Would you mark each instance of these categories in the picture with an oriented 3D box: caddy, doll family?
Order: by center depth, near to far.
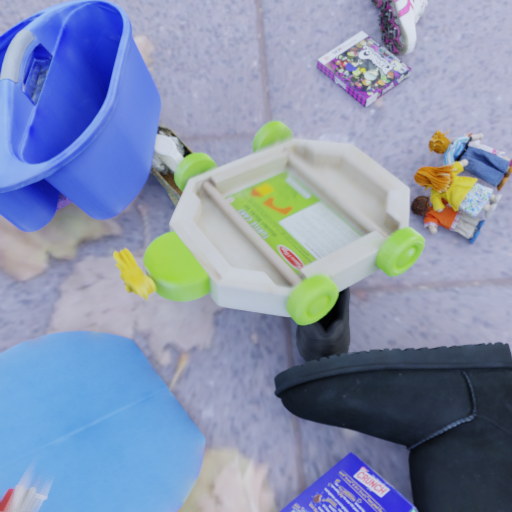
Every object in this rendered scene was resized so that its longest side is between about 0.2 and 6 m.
[{"bbox_3d":[-3.145,-2.320,8.639,2.844,2.112,4.023,-8,56,13],"label":"caddy"},{"bbox_3d":[3.394,-1.407,9.219,1.408,1.022,2.268,29,67,13],"label":"doll family"}]

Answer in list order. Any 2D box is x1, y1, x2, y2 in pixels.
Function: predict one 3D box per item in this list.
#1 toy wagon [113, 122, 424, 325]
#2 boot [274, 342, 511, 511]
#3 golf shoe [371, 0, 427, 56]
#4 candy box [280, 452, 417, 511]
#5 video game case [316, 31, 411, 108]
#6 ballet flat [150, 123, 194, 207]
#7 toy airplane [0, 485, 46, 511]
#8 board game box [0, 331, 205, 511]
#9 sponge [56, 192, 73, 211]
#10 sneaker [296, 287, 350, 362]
[{"bbox_3d":[0.077,-0.391,7.658,4.086,0.809,3.171,-26,51,-21],"label":"toy wagon"},{"bbox_3d":[2.103,2.679,7.098,3.521,1.303,2.885,-4,66,-4],"label":"boot"},{"bbox_3d":[2.937,-4.945,11.088,1.070,0.844,2.324,-3,64,-2],"label":"golf shoe"},{"bbox_3d":[1.046,3.311,6.759,1.508,0.581,1.275,-34,24,-15],"label":"candy box"},{"bbox_3d":[2.063,-3.606,10.756,1.232,0.243,1.360,-37,69,-17],"label":"video game case"},{"bbox_3d":[-1.106,-1.271,9.243,0.938,0.938,2.654,-39,70,-17],"label":"ballet flat"},{"bbox_3d":[-2.317,2.731,5.464,0.657,0.931,0.927,2,65,-27],"label":"toy airplane"},{"bbox_3d":[-2.267,2.404,7.388,2.527,0.623,3.199,-20,54,-39],"label":"board game box"},{"bbox_3d":[-3.253,-1.221,9.576,1.289,0.192,0.719,-29,64,-13],"label":"sponge"},{"bbox_3d":[1.012,0.210,8.310,1.017,1.215,2.677,-5,62,1],"label":"sneaker"}]
